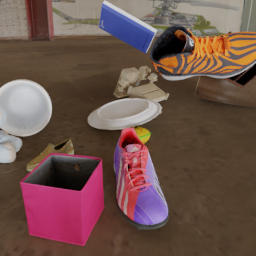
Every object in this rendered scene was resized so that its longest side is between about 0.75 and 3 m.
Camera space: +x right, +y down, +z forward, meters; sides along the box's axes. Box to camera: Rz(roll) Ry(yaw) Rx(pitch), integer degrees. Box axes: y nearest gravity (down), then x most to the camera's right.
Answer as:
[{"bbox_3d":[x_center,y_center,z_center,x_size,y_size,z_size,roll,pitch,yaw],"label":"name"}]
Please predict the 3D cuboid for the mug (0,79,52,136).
[{"bbox_3d":[-3.596,-0.644,8.916,2.236,1.651,1.960,-20,17,-13],"label":"mug"}]

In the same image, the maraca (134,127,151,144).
[{"bbox_3d":[0.203,0.262,8.101,0.929,0.497,0.637,-14,4,-1],"label":"maraca"}]

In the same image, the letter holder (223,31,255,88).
[{"bbox_3d":[3.913,-2.563,9.591,0.924,1.306,1.837,20,51,-19],"label":"letter holder"}]

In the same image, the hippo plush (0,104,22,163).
[{"bbox_3d":[-3.813,0.049,7.156,1.953,1.570,1.556,-11,25,-24],"label":"hippo plush"}]

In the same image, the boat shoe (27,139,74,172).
[{"bbox_3d":[-1.969,0.641,7.091,0.502,0.534,1.401,14,26,29],"label":"boat shoe"}]

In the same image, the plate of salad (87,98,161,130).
[{"bbox_3d":[-0.111,-0.421,9.571,2.536,0.609,2.536,-9,25,4],"label":"plate of salad"}]

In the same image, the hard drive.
[{"bbox_3d":[-0.064,-4.078,11.510,2.328,0.295,1.536,29,-18,-2],"label":"hard drive"}]

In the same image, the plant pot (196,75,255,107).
[{"bbox_3d":[4.364,-1.854,11.392,2.393,2.236,2.236,27,32,22],"label":"plant pot"}]

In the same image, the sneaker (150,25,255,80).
[{"bbox_3d":[1.598,-1.604,5.838,2.406,0.933,1.348,-11,-13,21],"label":"sneaker"}]

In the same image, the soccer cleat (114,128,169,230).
[{"bbox_3d":[0.161,0.921,5.810,0.932,1.000,2.734,-3,23,-8],"label":"soccer cleat"}]

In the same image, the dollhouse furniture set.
[{"bbox_3d":[0.781,-1.305,11.967,2.281,1.306,2.674,-21,56,-44],"label":"dollhouse furniture set"}]

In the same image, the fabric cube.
[{"bbox_3d":[-1.093,1.210,5.017,1.080,1.097,1.100,4,23,13],"label":"fabric cube"}]
